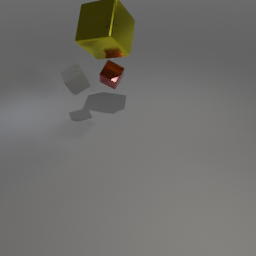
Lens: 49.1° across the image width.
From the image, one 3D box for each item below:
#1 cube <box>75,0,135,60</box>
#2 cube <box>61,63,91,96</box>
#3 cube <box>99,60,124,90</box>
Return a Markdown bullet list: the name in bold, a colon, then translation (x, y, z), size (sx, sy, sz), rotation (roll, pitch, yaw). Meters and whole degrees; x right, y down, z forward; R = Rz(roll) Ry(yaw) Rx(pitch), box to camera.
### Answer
- **cube**: translation (-0.743, -3.300, 9.492), size (1.400, 1.400, 1.400), rotation (2, -11, 28)
- **cube**: translation (-1.868, -1.729, 9.972), size (0.700, 0.700, 0.700), rotation (-30, 49, 1)
- **cube**: translation (-0.619, -2.017, 10.653), size (0.700, 0.700, 0.700), rotation (28, 75, 2)
